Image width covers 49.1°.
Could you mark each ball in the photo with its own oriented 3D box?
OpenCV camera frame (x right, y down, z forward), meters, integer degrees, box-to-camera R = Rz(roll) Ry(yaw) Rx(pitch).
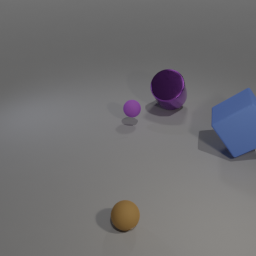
[{"bbox_3d":[0.160,-0.762,11.015,0.700,0.700,0.700,0,29,0],"label":"ball"},{"bbox_3d":[-0.064,2.094,6.731,0.700,0.700,0.700,0,29,0],"label":"ball"}]

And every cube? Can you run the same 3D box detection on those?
[{"bbox_3d":[3.691,-0.185,9.086,1.400,1.400,1.400,-31,16,29],"label":"cube"}]

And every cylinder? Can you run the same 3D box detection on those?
[{"bbox_3d":[1.780,-1.614,12.033,1.400,1.400,1.400,11,-9,18],"label":"cylinder"}]
